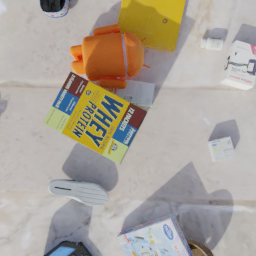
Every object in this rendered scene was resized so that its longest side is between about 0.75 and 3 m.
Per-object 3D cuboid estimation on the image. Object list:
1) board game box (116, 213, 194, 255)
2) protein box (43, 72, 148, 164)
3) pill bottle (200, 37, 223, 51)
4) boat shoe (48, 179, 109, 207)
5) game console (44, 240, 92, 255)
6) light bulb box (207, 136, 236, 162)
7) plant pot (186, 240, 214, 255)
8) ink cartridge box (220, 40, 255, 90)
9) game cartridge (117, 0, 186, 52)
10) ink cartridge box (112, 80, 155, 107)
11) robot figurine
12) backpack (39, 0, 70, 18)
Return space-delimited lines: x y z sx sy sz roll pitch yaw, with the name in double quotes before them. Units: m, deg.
"board game box" 1.036 4.366 9.693 2.225 0.459 2.231 -26 88 22
"protein box" -0.926 -0.245 9.194 2.555 2.574 1.736 28 88 1
"pill bottle" 3.094 -3.123 10.383 0.760 0.434 0.434 5 88 1
"boat shoe" -1.733 2.182 10.002 2.181 0.773 0.786 20 89 -13
"game console" -2.364 5.077 9.635 2.233 1.321 1.906 -38 88 -1
"light bulb box" 3.396 0.767 10.212 0.764 0.481 0.770 -14 87 0
"plant pot" 2.462 4.642 9.759 0.772 1.673 1.673 -11 87 -44
"ink cartridge box" 4.163 -2.269 10.251 1.081 0.630 1.493 16 88 1
"game cartridge" 0.820 -4.058 10.481 2.327 0.378 2.052 13 88 3
"ink cartridge box" 0.192 -1.313 10.346 1.526 0.384 0.831 8 88 2
"robot figurine" -0.613 -2.464 9.817 2.710 1.580 1.949 -7 47 0
"backpack" -2.667 -4.642 10.184 1.251 0.964 1.191 2 82 10
